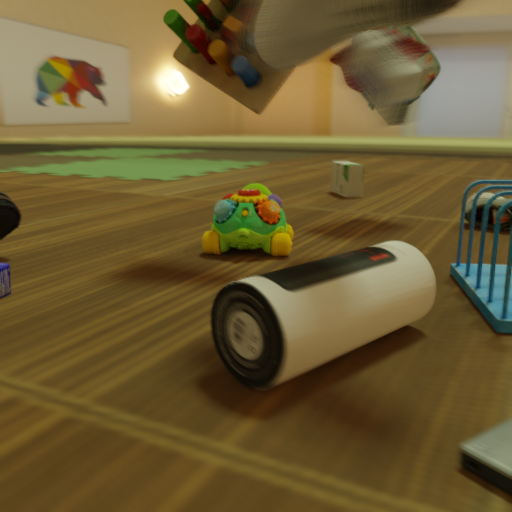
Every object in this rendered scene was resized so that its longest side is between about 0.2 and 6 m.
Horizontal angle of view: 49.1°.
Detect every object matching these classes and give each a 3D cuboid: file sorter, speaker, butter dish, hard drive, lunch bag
[{"bbox_3d":[3.132,-0.084,6.143,1.434,1.268,2.067,1,15,6],"label":"file sorter"},{"bbox_3d":[0.682,0.439,4.947,2.142,0.870,0.870,-12,19,-41],"label":"speaker"},{"bbox_3d":[1.715,-2.556,7.850,1.082,0.802,1.085,7,-11,-33],"label":"butter dish"},{"bbox_3d":[1.762,1.259,3.173,0.666,0.157,0.954,-10,18,-34],"label":"hard drive"},{"bbox_3d":[2.486,-3.454,10.422,1.838,1.474,0.708,26,24,-43],"label":"lunch bag"}]

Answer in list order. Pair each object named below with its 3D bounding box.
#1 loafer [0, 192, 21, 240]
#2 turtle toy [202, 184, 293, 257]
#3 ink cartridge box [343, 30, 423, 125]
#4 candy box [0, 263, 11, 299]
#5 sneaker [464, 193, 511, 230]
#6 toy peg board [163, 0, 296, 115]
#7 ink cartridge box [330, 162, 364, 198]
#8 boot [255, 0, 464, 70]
[{"bbox_3d":[-4.189,-0.061,7.033,0.911,1.040,2.894,29,34,26],"label":"loafer"},{"bbox_3d":[-0.085,-0.599,8.743,1.343,0.932,1.843,2,15,6],"label":"turtle toy"},{"bbox_3d":[1.260,-1.877,5.706,0.228,0.579,1.165,-6,46,-17],"label":"ink cartridge box"},{"bbox_3d":[-3.398,0.359,6.127,0.892,0.406,1.055,5,14,13],"label":"candy box"},{"bbox_3d":[4.661,-0.721,9.932,1.927,0.712,0.764,2,23,33],"label":"sneaker"},{"bbox_3d":[-0.208,-3.205,7.478,1.827,1.835,0.897,40,7,28],"label":"toy peg board"},{"bbox_3d":[2.285,-1.944,14.152,0.462,0.815,1.111,-2,16,-12],"label":"ink cartridge box"},{"bbox_3d":[0.949,-2.190,4.568,0.847,2.302,1.100,22,40,-40],"label":"boot"}]
